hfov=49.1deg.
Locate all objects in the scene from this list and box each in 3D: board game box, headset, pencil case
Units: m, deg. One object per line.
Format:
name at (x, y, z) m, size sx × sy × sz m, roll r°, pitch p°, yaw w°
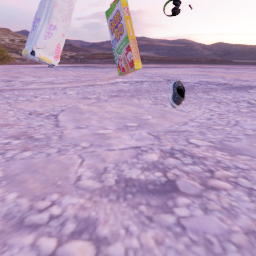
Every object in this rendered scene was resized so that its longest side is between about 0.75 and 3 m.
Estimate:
board game box at (-0.233, -3.622, 10.966) m, size 0.439 × 2.925 × 1.397 m, roll -12°, pitch 4°, yaw -29°
headset at (1.786, -4.334, 10.111) m, size 1.054 × 0.651 × 0.495 m, roll 6°, pitch -3°, yaw 34°
pencil case at (-2.639, -3.555, 9.504) m, size 1.194 × 2.873 × 1.303 m, roll 20°, pitch 3°, yaw 17°

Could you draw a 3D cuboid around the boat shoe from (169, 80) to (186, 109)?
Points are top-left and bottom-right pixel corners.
boat shoe at (0.994, -0.696, 5.426) m, size 0.311 × 0.256 × 0.905 m, roll 33°, pitch 37°, yaw -12°
